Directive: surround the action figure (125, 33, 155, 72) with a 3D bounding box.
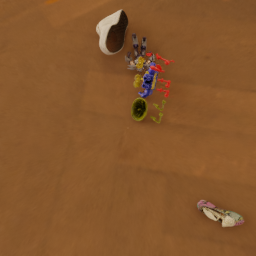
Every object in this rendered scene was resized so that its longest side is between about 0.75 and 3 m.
[{"bbox_3d":[0.321,-2.060,7.857,0.822,0.438,1.263,2,59,-7],"label":"action figure"}]

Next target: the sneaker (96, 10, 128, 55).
[{"bbox_3d":[-0.567,-2.633,8.009,0.835,0.718,1.972,-11,39,26],"label":"sneaker"}]

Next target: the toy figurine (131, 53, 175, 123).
[{"bbox_3d":[0.668,-1.081,7.378,0.915,1.040,1.735,11,107,9],"label":"toy figurine"}]

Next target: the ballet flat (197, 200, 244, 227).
[{"bbox_3d":[2.007,1.934,6.144,1.038,0.359,0.369,24,29,13],"label":"ballet flat"}]
